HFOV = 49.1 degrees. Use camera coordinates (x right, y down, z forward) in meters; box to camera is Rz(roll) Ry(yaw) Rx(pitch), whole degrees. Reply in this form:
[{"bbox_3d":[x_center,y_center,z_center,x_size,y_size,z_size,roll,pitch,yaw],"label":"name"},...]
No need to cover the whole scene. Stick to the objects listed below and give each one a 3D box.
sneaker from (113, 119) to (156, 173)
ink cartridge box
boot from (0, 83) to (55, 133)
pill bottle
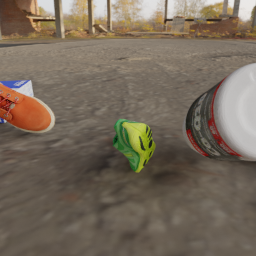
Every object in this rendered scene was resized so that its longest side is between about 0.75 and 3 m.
[{"bbox_3d":[0.099,0.275,4.876,0.638,1.528,0.566,29,66,21],"label":"sneaker"},{"bbox_3d":[-4.101,-0.894,8.860,1.371,0.645,2.917,-3,21,-1],"label":"ink cartridge box"},{"bbox_3d":[-2.795,-0.538,6.331,2.284,0.857,1.225,27,-1,-3],"label":"boot"},{"bbox_3d":[1.684,-0.100,4.614,1.290,1.290,2.266,-1,-7,-3],"label":"pill bottle"}]
